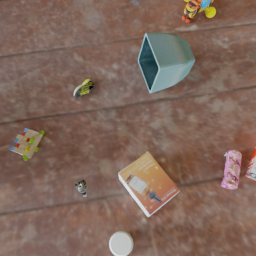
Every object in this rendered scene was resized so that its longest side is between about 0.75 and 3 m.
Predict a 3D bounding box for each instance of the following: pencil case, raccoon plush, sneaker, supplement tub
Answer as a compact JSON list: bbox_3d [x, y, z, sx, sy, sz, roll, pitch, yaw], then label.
[{"bbox_3d":[3.494,1.415,9.464,0.569,0.544,1.315,9,69,14],"label":"pencil case"},{"bbox_3d":[-1.367,1.993,8.893,0.374,0.774,0.519,-37,36,-10],"label":"raccoon plush"},{"bbox_3d":[-1.674,-1.461,10.712,0.418,0.368,0.988,35,72,13],"label":"sneaker"},{"bbox_3d":[-0.197,3.474,8.398,0.703,0.970,0.703,0,68,0],"label":"supplement tub"}]

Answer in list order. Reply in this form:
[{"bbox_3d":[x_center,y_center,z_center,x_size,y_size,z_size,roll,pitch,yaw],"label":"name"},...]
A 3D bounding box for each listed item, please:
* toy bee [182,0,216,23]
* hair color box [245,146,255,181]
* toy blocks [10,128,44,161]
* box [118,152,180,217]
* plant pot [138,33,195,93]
[{"bbox_3d":[2.819,-5.251,11.926,2.413,1.312,1.580,-10,57,-31],"label":"toy bee"},{"bbox_3d":[4.894,0.969,9.594,1.060,0.611,1.912,25,69,13],"label":"hair color box"},{"bbox_3d":[-3.614,0.497,9.878,0.818,0.598,1.197,17,71,19],"label":"toy blocks"},{"bbox_3d":[0.651,1.832,9.117,1.239,0.865,1.627,-36,72,-13],"label":"box"},{"bbox_3d":[1.507,-2.510,10.530,1.667,1.637,1.632,-12,68,-13],"label":"plant pot"}]
